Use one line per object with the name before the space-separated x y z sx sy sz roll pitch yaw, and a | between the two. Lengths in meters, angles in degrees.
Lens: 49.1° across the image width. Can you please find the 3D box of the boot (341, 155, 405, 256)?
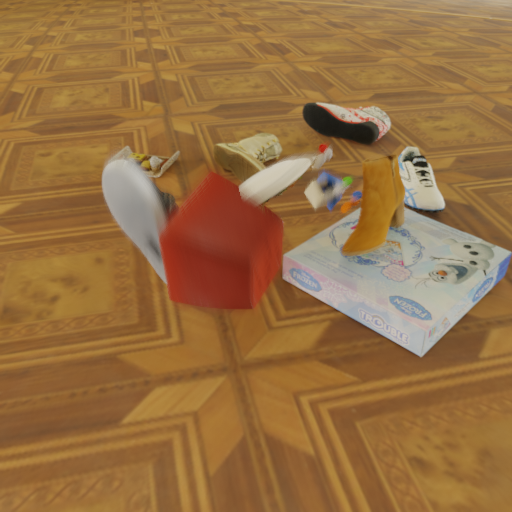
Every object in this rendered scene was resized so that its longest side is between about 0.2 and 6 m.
boot | 2.145 -1.020 10.586 0.747 1.520 2.123 4 27 42

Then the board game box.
board game box | 2.715 0.194 10.932 3.143 0.685 3.158 -29 44 -36

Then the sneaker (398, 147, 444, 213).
sneaker | 3.982 -1.875 13.775 0.912 0.920 2.539 -1 36 -3

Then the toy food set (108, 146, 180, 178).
toy food set | -3.039 -2.654 15.260 1.608 0.486 1.154 9 36 13

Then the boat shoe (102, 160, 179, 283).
boat shoe | -1.711 -0.637 10.133 0.979 2.800 0.928 -11 34 34

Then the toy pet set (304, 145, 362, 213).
toy pet set | 1.756 -1.543 12.078 0.764 1.342 1.438 -20 71 -34

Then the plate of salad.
plate of salad | 0.199 -1.196 10.045 1.812 0.435 1.812 -27 20 11

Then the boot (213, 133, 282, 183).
boot | 0.078 -2.638 15.015 1.693 0.793 2.179 -22 37 -29

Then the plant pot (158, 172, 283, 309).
plant pot | -0.426 -0.083 8.803 1.409 1.598 1.599 20 51 16

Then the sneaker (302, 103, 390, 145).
sneaker | 2.803 -4.189 17.188 2.602 0.869 1.395 26 41 27
